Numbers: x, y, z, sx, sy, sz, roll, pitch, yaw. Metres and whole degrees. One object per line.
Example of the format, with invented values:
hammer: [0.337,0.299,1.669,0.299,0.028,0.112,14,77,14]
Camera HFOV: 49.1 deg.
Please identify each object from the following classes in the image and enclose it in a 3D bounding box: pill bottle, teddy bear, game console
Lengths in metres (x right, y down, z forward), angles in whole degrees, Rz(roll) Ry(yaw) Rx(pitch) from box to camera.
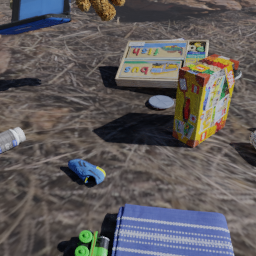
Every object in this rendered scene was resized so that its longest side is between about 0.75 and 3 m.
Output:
pill bottle: [-3.044,0.315,7.035,0.459,0.459,0.807,30,45,35]
teddy bear: [-0.950,-4.010,7.803,1.615,2.228,0.744,-37,41,-2]
game console: [-1.908,-2.376,5.490,1.429,0.845,1.220,-6,16,17]

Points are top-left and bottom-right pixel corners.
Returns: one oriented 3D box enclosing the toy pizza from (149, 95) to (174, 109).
toy pizza: [1.052,-0.801,8.878,0.801,0.127,0.801,0,34,0]

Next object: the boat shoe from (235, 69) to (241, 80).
boat shoe: [3.915,-1.991,10.375,0.375,0.309,1.093,26,43,31]

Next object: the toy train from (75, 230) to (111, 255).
toy train: [-0.645,2.436,4.150,0.572,0.423,2.028,11,36,-1]

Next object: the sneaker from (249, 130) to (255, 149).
sneaker: [4.005,0.495,6.695,1.893,0.710,1.093,-7,40,8]

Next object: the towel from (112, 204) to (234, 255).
towel: [0.672,2.400,4.280,2.007,0.331,2.772,3,38,6]

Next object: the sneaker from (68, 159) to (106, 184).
sneaker: [-0.989,0.976,6.223,0.984,0.324,0.386,18,37,22]

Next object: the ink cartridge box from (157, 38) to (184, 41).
ink cartridge box: [1.904,-3.466,12.380,1.799,0.365,1.796,-7,36,-10]

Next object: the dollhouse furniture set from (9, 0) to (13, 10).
dollhouse furniture set: [-3.149,-3.897,7.155,2.809,1.084,1.404,-4,-9,-41]

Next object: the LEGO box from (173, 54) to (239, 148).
LEGO box: [1.947,-0.715,7.177,1.457,1.957,0.755,-28,43,-32]

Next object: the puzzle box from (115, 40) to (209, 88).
puzzle box: [1.199,-2.272,9.811,2.996,0.381,1.993,4,59,18]
